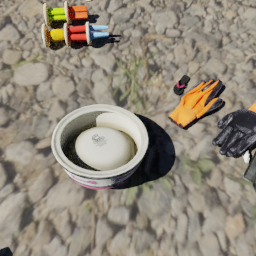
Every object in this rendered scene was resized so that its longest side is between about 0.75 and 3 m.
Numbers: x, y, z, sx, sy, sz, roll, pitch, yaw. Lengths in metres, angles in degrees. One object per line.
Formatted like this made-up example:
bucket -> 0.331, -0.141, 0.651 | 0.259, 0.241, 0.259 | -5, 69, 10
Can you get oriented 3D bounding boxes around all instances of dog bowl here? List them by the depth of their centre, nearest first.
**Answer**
dog bowl -> -0.687, 0.503, 7.183 | 2.393, 0.882, 2.393 | 1, 48, -1

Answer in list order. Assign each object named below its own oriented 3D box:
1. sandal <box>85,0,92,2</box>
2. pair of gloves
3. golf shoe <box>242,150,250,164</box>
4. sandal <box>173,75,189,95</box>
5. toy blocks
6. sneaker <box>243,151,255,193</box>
sandal -> -1.143, -5.475, 10.703 | 0.557, 0.500, 1.519 | 41, 70, 18
pair of gloves -> 2.677, -0.394, 8.145 | 2.501, 0.309, 2.228 | 37, 68, 24
golf shoe -> 3.145, 0.636, 7.762 | 0.377, 0.304, 0.776 | -10, 58, 17
sandal -> 1.672, -1.391, 8.794 | 0.320, 0.192, 0.851 | 28, 66, 13
toy blocks -> -1.757, -3.589, 9.590 | 2.141, 0.777, 1.784 | -4, 64, -2
sneaker -> 3.645, 1.089, 7.402 | 0.812, 0.467, 1.557 | 31, 72, 15
